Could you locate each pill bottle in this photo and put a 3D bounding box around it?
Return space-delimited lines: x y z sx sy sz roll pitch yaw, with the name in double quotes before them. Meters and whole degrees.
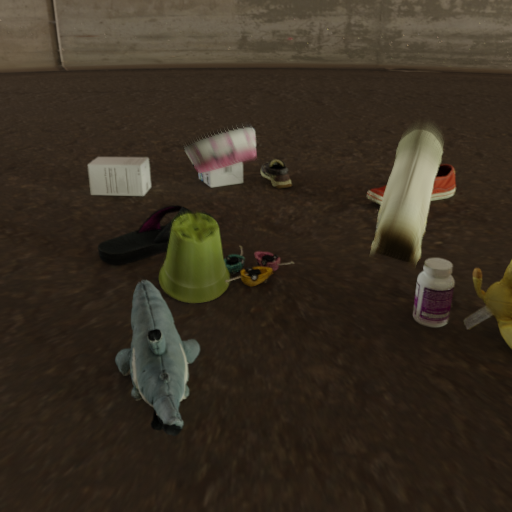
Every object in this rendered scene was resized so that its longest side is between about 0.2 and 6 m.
"pill bottle" 2.700 0.547 8.487 0.543 0.967 0.543 0 25 0

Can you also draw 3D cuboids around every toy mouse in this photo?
"toy mouse" -0.095 0.177 10.144 1.438 0.278 1.278 -10 27 -20

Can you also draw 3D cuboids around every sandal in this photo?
"sandal" -1.883 -0.545 11.293 1.037 0.660 2.758 20 31 37

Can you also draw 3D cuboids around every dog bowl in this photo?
"dog bowl" -0.763 -2.393 12.859 1.692 0.624 1.692 -17 6 2

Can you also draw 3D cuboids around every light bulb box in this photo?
"light bulb box" -0.990 -2.339 15.359 0.972 0.612 0.980 -11 26 -23

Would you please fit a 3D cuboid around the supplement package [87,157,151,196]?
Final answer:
"supplement package" -3.510 -2.055 14.458 1.379 0.826 0.836 2 24 4

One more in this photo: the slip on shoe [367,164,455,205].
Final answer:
"slip on shoe" 3.842 -1.741 13.794 2.674 0.818 0.990 -14 29 -24

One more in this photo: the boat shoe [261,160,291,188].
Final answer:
"boat shoe" 0.570 -2.369 15.450 0.665 0.589 1.818 -7 25 -16

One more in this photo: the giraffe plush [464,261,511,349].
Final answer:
"giraffe plush" 4.183 0.700 8.009 1.500 1.596 1.850 0 -13 -25

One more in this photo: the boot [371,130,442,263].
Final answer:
"boot" 2.128 -0.766 7.890 0.700 1.503 1.944 14 -9 14

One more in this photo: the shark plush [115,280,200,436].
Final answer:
"shark plush" -1.305 1.271 6.781 1.133 1.039 2.494 -1 24 -3

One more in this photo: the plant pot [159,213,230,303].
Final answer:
"plant pot" -1.003 -0.055 9.207 1.204 1.143 1.204 4 40 -3
